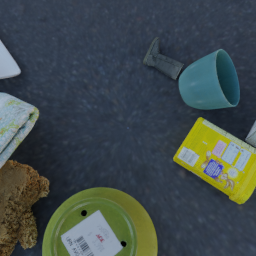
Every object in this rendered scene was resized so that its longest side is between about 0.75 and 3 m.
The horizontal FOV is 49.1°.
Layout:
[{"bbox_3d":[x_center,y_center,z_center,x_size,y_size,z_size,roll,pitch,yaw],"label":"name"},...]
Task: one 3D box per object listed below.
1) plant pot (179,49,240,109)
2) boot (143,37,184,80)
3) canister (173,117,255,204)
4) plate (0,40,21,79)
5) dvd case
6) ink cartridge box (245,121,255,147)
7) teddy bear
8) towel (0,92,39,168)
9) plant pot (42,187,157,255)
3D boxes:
[{"bbox_3d":[2.091,-1.160,7.433,1.195,1.489,1.489,-14,64,40],"label":"plant pot"},{"bbox_3d":[1.140,-2.090,8.372,1.137,0.413,1.034,23,86,15],"label":"boot"},{"bbox_3d":[2.324,0.766,7.131,1.944,0.841,1.443,32,73,12],"label":"canister"},{"bbox_3d":[-5.034,-2.164,7.847,2.914,0.472,2.920,-24,69,-39],"label":"plate"},{"bbox_3d":[-0.960,3.104,6.638,1.619,0.174,2.177,27,73,9],"label":"dvd case"},{"bbox_3d":[4.654,0.124,7.225,2.464,1.021,1.796,32,71,11],"label":"ink cartridge box"},{"bbox_3d":[-3.000,2.166,6.705,2.015,0.928,2.779,8,78,11],"label":"teddy bear"},{"bbox_3d":[-3.446,0.242,6.985,2.059,0.579,2.405,22,72,40],"label":"towel"},{"bbox_3d":[-0.555,2.266,5.429,2.651,2.833,2.651,1,67,-2],"label":"plant pot"}]
